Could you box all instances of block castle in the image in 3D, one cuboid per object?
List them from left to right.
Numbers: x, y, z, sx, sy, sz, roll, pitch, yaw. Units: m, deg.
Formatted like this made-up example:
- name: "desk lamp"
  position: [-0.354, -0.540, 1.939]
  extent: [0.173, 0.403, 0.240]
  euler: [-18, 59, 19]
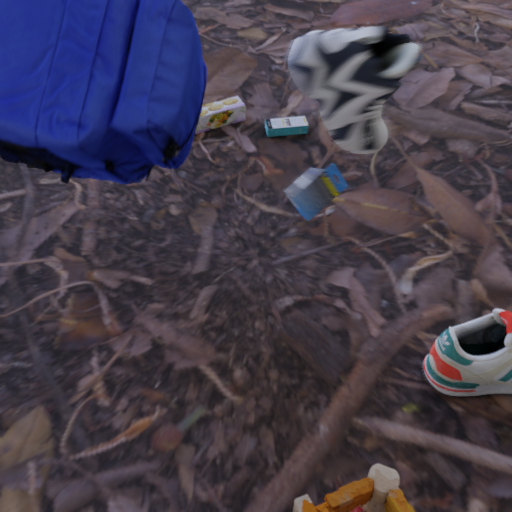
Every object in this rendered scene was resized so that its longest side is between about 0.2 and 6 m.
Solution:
- name: "block castle"
  position: [0.643, 4.025, 6.327]
  extent: [3.209, 1.505, 2.144]
  euler: [-16, 45, -17]

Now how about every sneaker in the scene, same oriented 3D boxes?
- name: "sneaker"
  position: [1.969, -2.683, 9.108]
  extent: [1.802, 2.769, 1.105]
  euler: [-2, 57, 39]
- name: "sneaker"
  position: [4.121, 1.442, 8.739]
  extent: [2.881, 1.347, 1.014]
  euler: [-5, 47, -4]

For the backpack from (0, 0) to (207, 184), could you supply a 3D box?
- name: "backpack"
  position: [-2.372, -2.482, 8.525]
  extent: [3.124, 3.723, 3.025]
  euler: [18, 86, -2]

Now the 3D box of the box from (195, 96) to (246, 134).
- name: "box"
  position: [-1.409, -3.331, 13.710]
  extent: [2.389, 0.462, 0.495]
  euler: [-19, 50, -17]

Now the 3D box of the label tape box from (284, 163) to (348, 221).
- name: "label tape box"
  position: [0.864, -0.965, 8.079]
  extent: [0.782, 0.564, 0.247]
  euler: [-41, 44, 1]

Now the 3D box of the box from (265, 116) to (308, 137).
- name: "box"
  position: [0.739, -3.166, 13.708]
  extent: [1.007, 0.247, 0.414]
  euler: [-6, 48, -6]
